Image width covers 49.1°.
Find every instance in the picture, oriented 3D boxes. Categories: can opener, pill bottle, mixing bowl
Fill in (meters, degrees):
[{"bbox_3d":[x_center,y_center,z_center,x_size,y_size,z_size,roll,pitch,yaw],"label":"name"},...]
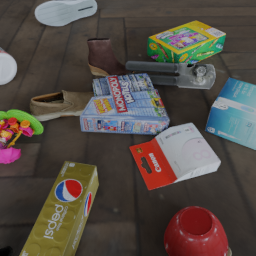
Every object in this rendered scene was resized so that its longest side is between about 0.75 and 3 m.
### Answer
[{"bbox_3d":[1.396,-1.785,9.314,2.942,0.785,0.984,5,12,6],"label":"can opener"},{"bbox_3d":[-4.660,-2.312,9.410,1.093,1.093,1.887,-33,53,-30],"label":"pill bottle"},{"bbox_3d":[1.255,1.927,5.217,1.217,0.659,1.217,-6,37,5],"label":"mixing bowl"}]

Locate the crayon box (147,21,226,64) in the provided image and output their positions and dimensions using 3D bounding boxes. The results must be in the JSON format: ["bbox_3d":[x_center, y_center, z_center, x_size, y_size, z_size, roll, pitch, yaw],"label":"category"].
[{"bbox_3d":[2.188,-3.142,10.518,2.584,0.753,1.534,-27,50,-25],"label":"crayon box"}]

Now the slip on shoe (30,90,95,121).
[{"bbox_3d":[-1.778,-0.786,8.148,2.086,0.632,0.793,-12,45,-15],"label":"slip on shoe"}]

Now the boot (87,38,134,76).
[{"bbox_3d":[-0.571,-2.306,9.261,1.565,1.302,0.566,3,44,4],"label":"boot"}]

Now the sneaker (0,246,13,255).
[{"bbox_3d":[-2.496,2.109,4.482,0.514,1.441,0.576,32,86,30],"label":"sneaker"}]

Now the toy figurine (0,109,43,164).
[{"bbox_3d":[-2.979,0.277,6.923,1.326,0.996,1.221,14,57,11],"label":"toy figurine"}]

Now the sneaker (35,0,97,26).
[{"bbox_3d":[-2.859,-5.297,12.718,2.929,1.070,1.037,-22,34,-30],"label":"sneaker"}]

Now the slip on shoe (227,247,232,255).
[{"bbox_3d":[1.343,2.211,5.260,1.193,0.361,0.454,12,45,12],"label":"slip on shoe"}]

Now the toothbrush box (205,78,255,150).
[{"bbox_3d":[3.406,-0.304,7.469,2.152,0.918,1.575,24,49,21],"label":"toothbrush box"}]

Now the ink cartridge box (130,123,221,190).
[{"bbox_3d":[1.104,0.629,6.874,1.774,0.506,1.442,-10,45,-16],"label":"ink cartridge box"}]

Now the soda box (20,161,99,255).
[{"bbox_3d":[-1.233,1.725,5.505,0.739,0.698,2.181,8,44,9],"label":"soda box"}]

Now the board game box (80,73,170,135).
[{"bbox_3d":[-0.281,-0.698,7.779,2.226,0.687,2.227,-8,53,-12],"label":"board game box"}]
